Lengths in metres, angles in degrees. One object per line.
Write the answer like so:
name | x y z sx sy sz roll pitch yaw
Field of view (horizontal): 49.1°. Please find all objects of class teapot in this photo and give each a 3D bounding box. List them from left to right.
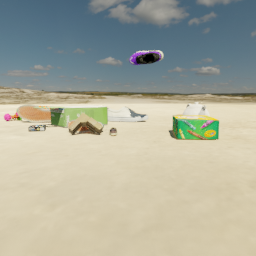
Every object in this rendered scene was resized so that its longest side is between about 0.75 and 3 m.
teapot | 3.228 -0.704 13.370 1.431 1.045 1.412 3 7 32

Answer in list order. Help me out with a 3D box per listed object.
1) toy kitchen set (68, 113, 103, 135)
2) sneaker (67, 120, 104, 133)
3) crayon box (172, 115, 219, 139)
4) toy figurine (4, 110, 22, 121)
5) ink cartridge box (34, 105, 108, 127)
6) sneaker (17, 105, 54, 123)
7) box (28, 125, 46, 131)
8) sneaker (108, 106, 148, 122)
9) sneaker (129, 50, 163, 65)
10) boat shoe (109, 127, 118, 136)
toy kitchen set | -1.439 0.125 9.665 0.876 0.790 0.715 34 -27 13
sneaker | -1.566 -0.055 10.445 1.342 0.479 0.536 5 1 1
crayon box | 2.213 -0.064 9.491 1.271 0.623 2.140 1 6 5
toy figurine | -6.293 -0.608 15.119 0.831 0.678 0.903 -17 -6 -39
ink cartridge box | -2.538 -0.540 12.611 2.955 0.876 1.534 -5 8 -37
sneaker | -4.360 -0.715 14.560 2.549 0.910 1.018 7 4 -7
box | -3.540 0.006 10.947 0.598 0.173 0.753 -1 7 -12
sneaker | -0.060 -0.743 14.766 2.272 0.804 0.830 0 6 4
sneaker | 0.656 -3.036 12.194 1.613 0.561 0.802 -2 23 33
boat shoe | -0.504 0.103 9.689 0.292 0.263 0.813 0 6 -2
